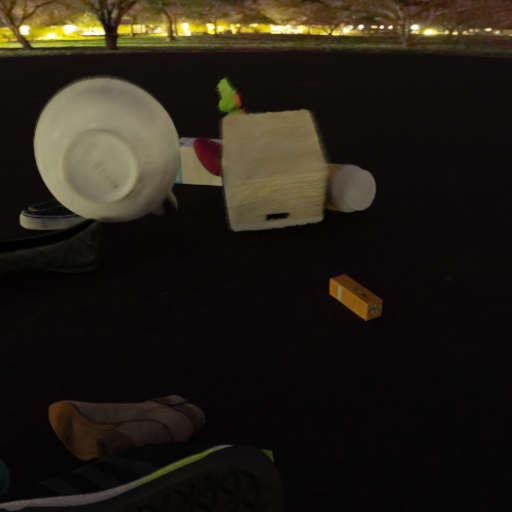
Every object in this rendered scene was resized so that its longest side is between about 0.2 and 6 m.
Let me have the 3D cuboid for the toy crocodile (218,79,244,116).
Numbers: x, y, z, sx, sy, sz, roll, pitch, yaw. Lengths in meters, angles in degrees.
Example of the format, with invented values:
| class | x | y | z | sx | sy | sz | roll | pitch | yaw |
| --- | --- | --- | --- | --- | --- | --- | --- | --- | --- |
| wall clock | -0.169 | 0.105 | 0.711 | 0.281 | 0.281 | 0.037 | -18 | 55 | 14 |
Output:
| class | x | y | z | sx | sy | sz | roll | pitch | yaw |
| --- | --- | --- | --- | --- | --- | --- | --- | --- | --- |
| toy crocodile | -0.406 | -2.802 | 11.132 | 0.447 | 1.448 | 0.489 | -17 | 14 | 9 |

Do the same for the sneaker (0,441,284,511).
| class | x | y | z | sx | sy | sz | roll | pitch | yaw |
| --- | --- | --- | --- | --- | --- | --- | --- | --- | --- |
| sneaker | -1.196 | 2.138 | 4.357 | 2.967 | 1.064 | 1.228 | -8 | -1 | -16 |

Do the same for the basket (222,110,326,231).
| class | x | y | z | sx | sy | sz | roll | pitch | yaw |
| --- | --- | --- | --- | --- | --- | --- | --- | --- | --- |
| basket | 0.300 | -1.625 | 10.469 | 1.778 | 1.443 | 1.794 | -6 | 57 | -6 |

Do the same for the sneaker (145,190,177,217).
| class | x | y | z | sx | sy | sz | roll | pitch | yaw |
| --- | --- | --- | --- | --- | --- | --- | --- | --- | --- |
| sneaker | -2.038 | -1.558 | 10.067 | 0.892 | 2.302 | 0.917 | -9 | 65 | 0 |

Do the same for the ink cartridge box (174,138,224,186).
| class | x | y | z | sx | sy | sz | roll | pitch | yaw |
| --- | --- | --- | --- | --- | --- | --- | --- | --- | --- |
| ink cartridge box | -1.225 | -2.277 | 13.536 | 1.479 | 0.926 | 0.951 | 6 | 26 | 12 |

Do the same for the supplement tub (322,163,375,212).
| class | x | y | z | sx | sy | sz | roll | pitch | yaw |
| --- | --- | --- | --- | --- | --- | --- | --- | --- | --- |
| supplement tub | 1.697 | -1.394 | 11.415 | 0.935 | 0.935 | 1.295 | -15 | 18 | -29 |

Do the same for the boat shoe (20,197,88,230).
| class | x | y | z | sx | sy | sz | roll | pitch | yaw |
| --- | --- | --- | --- | --- | --- | --- | --- | --- | --- |
| boat shoe | -3.430 | -1.175 | 11.219 | 2.579 | 0.874 | 0.925 | -15 | 29 | -30 |

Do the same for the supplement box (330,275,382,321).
| class | x | y | z | sx | sy | sz | roll | pitch | yaw |
| --- | --- | --- | --- | --- | --- | --- | --- | --- | --- |
| supplement box | 1.430 | 0.593 | 8.112 | 0.296 | 0.306 | 0.889 | -13 | 26 | -24 |

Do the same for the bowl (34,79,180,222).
| class | x | y | z | sx | sy | sz | roll | pitch | yaw |
| --- | --- | --- | --- | --- | --- | --- | --- | --- | --- |
| bowl | -2.454 | -1.537 | 9.047 | 2.441 | 2.441 | 1.097 | -2 | 23 | -5 |

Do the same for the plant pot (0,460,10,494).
| class | x | y | z | sx | sy | sz | roll | pitch | yaw |
| --- | --- | --- | --- | --- | --- | --- | --- | --- | --- |
| plant pot | -2.778 | 1.710 | 4.844 | 1.037 | 1.015 | 1.037 | 0 | 24 | 0 |

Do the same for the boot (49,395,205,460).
| class | x | y | z | sx | sy | sz | roll | pitch | yaw |
| --- | --- | --- | --- | --- | --- | --- | --- | --- | --- |
| boot | -1.280 | 1.662 | 5.665 | 1.458 | 0.512 | 1.066 | 12 | 16 | 43 |

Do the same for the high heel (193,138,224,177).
| class | x | y | z | sx | sy | sz | roll | pitch | yaw |
| --- | --- | --- | --- | --- | --- | --- | --- | --- | --- |
| high heel | -0.273 | -1.884 | 11.489 | 2.075 | 0.700 | 0.998 | 29 | -25 | -26 |

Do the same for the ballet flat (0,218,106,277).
| class | x | y | z | sx | sy | sz | roll | pitch | yaw |
| --- | --- | --- | --- | --- | --- | --- | --- | --- | --- |
| ballet flat | -3.910 | -0.149 | 8.767 | 3.029 | 0.861 | 1.007 | -5 | 23 | -25 |
